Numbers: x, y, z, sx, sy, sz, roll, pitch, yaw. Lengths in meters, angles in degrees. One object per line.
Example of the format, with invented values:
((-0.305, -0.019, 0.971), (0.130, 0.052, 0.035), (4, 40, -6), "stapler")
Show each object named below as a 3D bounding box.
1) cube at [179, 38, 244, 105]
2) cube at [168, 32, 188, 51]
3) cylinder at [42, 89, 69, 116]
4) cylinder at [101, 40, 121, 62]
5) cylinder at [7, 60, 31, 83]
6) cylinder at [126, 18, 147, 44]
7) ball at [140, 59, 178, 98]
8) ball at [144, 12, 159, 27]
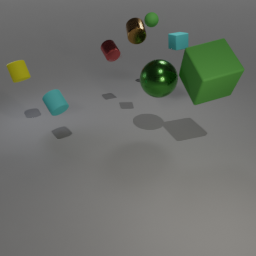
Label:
((2.671, -1.832, 9.245), (1.400, 1.400, 1.400), (-16, 63, -8), "cube")
((2.401, -4.155, 13.385), (0.700, 0.700, 0.700), (-16, 28, -20), "cube")
((-2.603, -0.911, 10.071), (0.700, 0.700, 0.700), (-25, 76, -37), "cylinder")
((-0.786, -3.463, 12.547), (0.700, 0.700, 0.700), (-14, 58, -24), "cylinder")
((-4.306, -2.228, 11.034), (0.700, 0.700, 0.700), (-20, 9, 3), "cylinder")
((0.295, -3.605, 10.413), (0.700, 0.700, 0.700), (-3, 53, -6), "cylinder")
((1.132, -1.813, 10.316), (1.400, 1.400, 1.400), (0, 29, 0), "ball")
((1.157, -5.325, 13.786), (0.700, 0.700, 0.700), (0, 29, 0), "ball")
